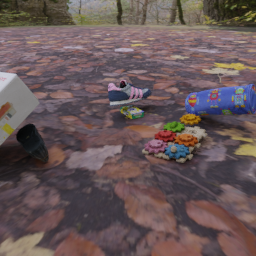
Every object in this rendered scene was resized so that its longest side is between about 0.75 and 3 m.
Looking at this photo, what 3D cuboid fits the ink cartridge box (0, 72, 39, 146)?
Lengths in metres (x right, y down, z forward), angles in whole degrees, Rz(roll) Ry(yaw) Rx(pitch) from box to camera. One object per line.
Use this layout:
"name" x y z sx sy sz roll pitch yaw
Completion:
"ink cartridge box" -3.661 -0.235 6.765 1.764 1.014 2.431 14 57 36

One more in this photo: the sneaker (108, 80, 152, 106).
"sneaker" 0.110 -1.327 9.883 0.710 0.830 2.023 -4 12 41

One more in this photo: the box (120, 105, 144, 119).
"box" 0.117 -0.581 9.827 0.521 0.215 0.888 -12 25 -29

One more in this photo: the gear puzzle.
"gear puzzle" 1.504 0.105 7.884 1.303 0.330 2.516 11 32 30

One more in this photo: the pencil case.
"pencil case" 2.904 -0.778 8.770 2.210 0.960 0.862 -3 57 43

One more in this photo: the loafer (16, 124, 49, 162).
"loafer" -2.464 0.379 7.242 0.576 0.572 1.584 -34 36 -10
